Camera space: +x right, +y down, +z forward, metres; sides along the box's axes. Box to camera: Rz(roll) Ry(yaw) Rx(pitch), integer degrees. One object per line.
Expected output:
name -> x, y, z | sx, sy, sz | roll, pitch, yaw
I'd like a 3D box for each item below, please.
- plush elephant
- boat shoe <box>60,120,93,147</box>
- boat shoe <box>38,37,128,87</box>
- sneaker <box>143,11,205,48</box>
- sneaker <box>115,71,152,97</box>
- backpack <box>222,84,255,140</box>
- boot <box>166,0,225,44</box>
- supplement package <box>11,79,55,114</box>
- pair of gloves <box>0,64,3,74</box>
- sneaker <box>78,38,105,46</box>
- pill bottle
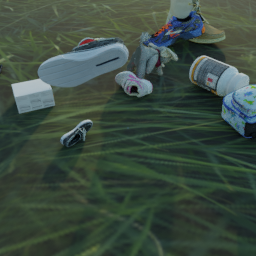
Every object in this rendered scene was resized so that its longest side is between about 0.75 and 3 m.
plush elephant -> 0.820, -2.204, 9.038 | 1.232, 1.591, 1.310 | 6, 27, -23
boat shoe -> -1.152, 0.135, 6.664 | 0.317, 0.343, 0.928 | 27, 45, 35
boat shoe -> -0.890, -1.343, 5.704 | 1.856, 0.669, 0.658 | -12, 40, 6
sneaker -> 1.726, -3.912, 11.112 | 2.500, 0.981, 0.942 | -18, 36, 7
sneaker -> 0.078, -1.304, 8.387 | 1.276, 0.519, 0.563 | 25, 42, 29
backpack -> 3.023, -0.518, 6.946 | 1.174, 0.943, 1.283 | -23, 38, -12
boot -> 2.806, -4.848, 11.548 | 1.042, 2.237, 2.893 | -30, 47, -33
supplement package -> -2.665, -0.933, 7.878 | 0.988, 0.548, 0.770 | -15, 41, -20
pair of gloves -> -5.088, -1.854, 9.361 | 1.633, 0.202, 1.455 | -5, 38, -7
sneaker -> -1.265, -3.174, 10.823 | 1.369, 0.527, 0.581 | -17, 46, -21
pill bottle -> 2.668, -1.482, 8.288 | 0.913, 0.913, 1.570 | -25, 44, -29
